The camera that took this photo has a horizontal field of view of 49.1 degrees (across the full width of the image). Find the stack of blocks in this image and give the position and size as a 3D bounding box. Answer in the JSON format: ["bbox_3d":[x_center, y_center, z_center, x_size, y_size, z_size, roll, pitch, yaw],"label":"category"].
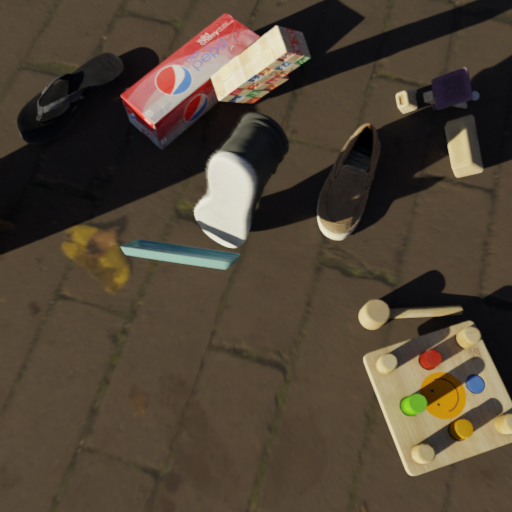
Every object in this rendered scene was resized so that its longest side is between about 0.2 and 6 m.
[{"bbox_3d":[0.144,-3.700,11.026,1.070,1.859,0.544,-14,84,-48],"label":"stack of blocks"}]

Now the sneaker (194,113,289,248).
[{"bbox_3d":[-0.197,-1.239,9.630,1.062,3.004,1.490,33,65,4],"label":"sneaker"}]

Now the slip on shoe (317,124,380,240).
[{"bbox_3d":[1.880,-1.500,11.057,0.936,0.746,2.462,24,70,9],"label":"slip on shoe"}]

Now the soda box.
[{"bbox_3d":[-1.300,-3.705,11.814,1.070,0.969,3.057,41,74,15],"label":"soda box"}]

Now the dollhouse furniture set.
[{"bbox_3d":[4.124,-2.644,11.848,1.457,1.626,2.053,-11,91,-46],"label":"dollhouse furniture set"}]

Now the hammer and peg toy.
[{"bbox_3d":[3.034,1.923,9.539,2.180,1.045,2.964,-16,69,-6],"label":"hammer and peg toy"}]

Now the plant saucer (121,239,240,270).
[{"bbox_3d":[-1.293,-0.026,9.580,1.940,0.678,0.184,9,104,13],"label":"plant saucer"}]

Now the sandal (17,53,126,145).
[{"bbox_3d":[-4.021,-3.490,11.929,1.048,0.590,2.757,38,73,14],"label":"sandal"}]
